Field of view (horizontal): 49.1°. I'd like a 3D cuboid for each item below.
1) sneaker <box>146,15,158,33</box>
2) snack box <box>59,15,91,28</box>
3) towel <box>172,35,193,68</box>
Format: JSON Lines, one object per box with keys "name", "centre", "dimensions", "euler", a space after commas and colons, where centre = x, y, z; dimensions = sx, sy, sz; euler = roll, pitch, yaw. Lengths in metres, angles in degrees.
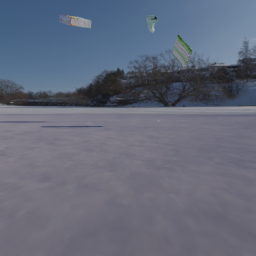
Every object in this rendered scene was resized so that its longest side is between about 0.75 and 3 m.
{"name": "sneaker", "centre": [1.116, -4.520, 12.179], "dimensions": [0.457, 0.774, 0.285], "euler": [3, 48, 31]}
{"name": "snack box", "centre": [-2.118, -4.277, 11.220], "dimensions": [0.884, 0.329, 1.243], "euler": [-3, 25, -33]}
{"name": "towel", "centre": [2.168, -3.086, 11.436], "dimensions": [0.195, 0.948, 1.271], "euler": [-34, -16, -10]}
